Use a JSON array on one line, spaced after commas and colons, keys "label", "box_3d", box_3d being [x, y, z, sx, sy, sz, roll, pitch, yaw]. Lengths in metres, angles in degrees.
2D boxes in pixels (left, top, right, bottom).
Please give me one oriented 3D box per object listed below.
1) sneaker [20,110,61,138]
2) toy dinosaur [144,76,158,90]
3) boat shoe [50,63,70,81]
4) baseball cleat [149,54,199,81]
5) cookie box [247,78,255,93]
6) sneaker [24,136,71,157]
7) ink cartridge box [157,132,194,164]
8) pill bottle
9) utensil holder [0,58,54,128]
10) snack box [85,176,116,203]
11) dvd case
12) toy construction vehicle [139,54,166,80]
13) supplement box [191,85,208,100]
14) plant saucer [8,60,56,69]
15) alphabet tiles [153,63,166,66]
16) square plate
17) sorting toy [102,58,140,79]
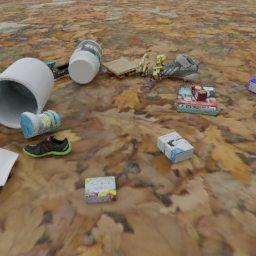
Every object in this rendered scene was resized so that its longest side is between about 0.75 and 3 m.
[{"label": "sneaker", "box_3d": [-2.880, -0.254, 9.619, 1.398, 0.852, 2.142, -21, 5, -27]}, {"label": "toy dinosaur", "box_3d": [1.178, -2.153, 13.577, 0.903, 0.474, 0.820, 4, 53, -17]}, {"label": "boat shoe", "box_3d": [-3.655, -2.878, 14.429, 1.959, 0.590, 0.698, -29, 43, -35]}, {"label": "baseball cleat", "box_3d": [2.292, -3.154, 14.149, 2.574, 1.370, 0.897, 10, 41, 18]}, {"label": "cookie box", "box_3d": [6.601, -1.878, 12.972, 1.297, 0.570, 1.516, -20, 39, -26]}, {"label": "sneaker", "box_3d": [-2.667, 0.563, 9.277, 1.512, 0.633, 0.580, -5, 23, -11]}, {"label": "ink cartridge box", "box_3d": [1.571, 0.636, 9.393, 0.751, 0.433, 1.035, -16, 37, -23]}, {"label": "pill bottle", "box_3d": [-2.162, -3.407, 14.402, 1.508, 1.508, 2.666, 1, 35, 1]}, {"label": "utensil holder", "box_3d": [-4.142, -1.494, 11.120, 2.078, 2.078, 2.445, 1, 32, 1]}, {"label": "snack box", "box_3d": [-0.774, 1.733, 7.911, 0.852, 0.288, 0.718, -2, 35, -5]}, {"label": "dvd case", "box_3d": [3.051, -1.300, 12.424, 1.645, 0.248, 2.253, 6, 36, 9]}, {"label": "toy construction vehicle", "box_3d": [1.211, -3.194, 14.311, 1.367, 0.553, 1.570, 5, 63, 35]}, {"label": "supplement box", "box_3d": [3.111, -1.554, 12.267, 0.442, 0.343, 0.802, -6, 35, -9]}, {"label": "plant saucer", "box_3d": [-4.909, -3.105, 14.526, 2.443, 0.439, 2.443, -6, 21, 2]}, {"label": "alphabet tiles", "box_3d": [1.955, -3.475, 15.810, 1.075, 0.034, 0.895, 12, 36, 16]}, {"label": "square plate", "box_3d": [-4.307, 0.967, 8.039, 1.885, 0.271, 1.903, 20, 17, -16]}, {"label": "sorting toy", "box_3d": [-0.381, -3.106, 14.810, 1.427, 0.497, 1.419, -24, 43, -30]}]
